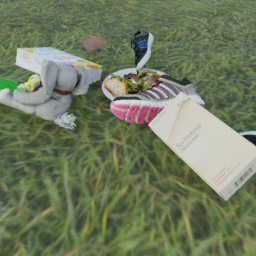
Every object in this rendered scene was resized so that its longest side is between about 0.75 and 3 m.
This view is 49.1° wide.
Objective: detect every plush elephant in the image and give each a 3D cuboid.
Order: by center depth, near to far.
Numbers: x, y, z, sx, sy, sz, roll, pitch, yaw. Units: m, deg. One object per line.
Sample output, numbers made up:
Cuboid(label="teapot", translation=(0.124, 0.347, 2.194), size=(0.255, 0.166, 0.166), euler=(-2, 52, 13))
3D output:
Cuboid(label="plush elephant", translation=(-2.115, -1.134, 7.811), size=(2.233, 1.729, 1.839), euler=(24, 7, 27))

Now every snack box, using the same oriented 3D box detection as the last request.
Cuboid(label="snack box", translation=(-2.392, -2.219, 9.947), size=(2.473, 0.655, 1.759), euler=(23, 23, 18))

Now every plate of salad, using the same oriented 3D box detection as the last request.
Cuboid(label="plate of salad", translation=(0.413, -1.587, 9.759), size=(2.649, 0.636, 2.649), euler=(0, 38, 0))

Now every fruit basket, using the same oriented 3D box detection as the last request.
Cuboid(label="fruit basket", translation=(-4.119, -1.073, 8.795), size=(1.179, 1.179, 0.851), euler=(-14, 62, -17))

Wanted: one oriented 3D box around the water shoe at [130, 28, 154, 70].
Cuboid(label="water shoe", translation=(0.398, -3.006, 10.735), size=(0.843, 0.764, 2.138), euler=(25, 46, -14))

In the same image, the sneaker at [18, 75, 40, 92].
Cuboid(label="sneaker", translation=(-3.283, -1.231, 9.405), size=(1.286, 0.676, 0.487), euler=(-26, 37, 28))

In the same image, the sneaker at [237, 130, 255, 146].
Cuboid(label="sneaker", translation=(3.352, 0.600, 6.997), size=(1.986, 0.752, 0.869), euler=(-2, 47, -2))

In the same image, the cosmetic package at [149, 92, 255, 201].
Cuboid(label="cosmetic package", translation=(1.777, 0.355, 6.671), size=(1.269, 0.896, 2.450), euler=(-47, 52, 2))

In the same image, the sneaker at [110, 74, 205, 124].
Cuboid(label="sneaker", translation=(0.810, -0.932, 8.309), size=(2.789, 1.029, 1.220), euler=(-6, 63, -12))
